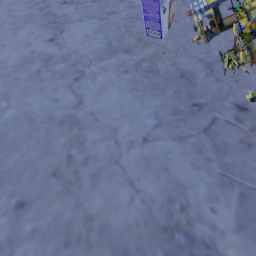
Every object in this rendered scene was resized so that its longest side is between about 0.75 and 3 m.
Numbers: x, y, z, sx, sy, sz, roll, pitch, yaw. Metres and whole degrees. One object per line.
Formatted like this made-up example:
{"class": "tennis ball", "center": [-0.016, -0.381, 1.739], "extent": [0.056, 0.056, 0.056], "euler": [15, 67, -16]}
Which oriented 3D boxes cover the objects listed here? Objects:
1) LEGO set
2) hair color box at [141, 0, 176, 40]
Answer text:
{"class": "LEGO set", "center": [1.786, -1.371, 4.777], "extent": [1.220, 2.106, 1.619], "euler": [-19, 52, 22]}
{"class": "hair color box", "center": [1.030, -4.246, 9.251], "extent": [0.750, 2.315, 1.265], "euler": [21, 70, 18]}
